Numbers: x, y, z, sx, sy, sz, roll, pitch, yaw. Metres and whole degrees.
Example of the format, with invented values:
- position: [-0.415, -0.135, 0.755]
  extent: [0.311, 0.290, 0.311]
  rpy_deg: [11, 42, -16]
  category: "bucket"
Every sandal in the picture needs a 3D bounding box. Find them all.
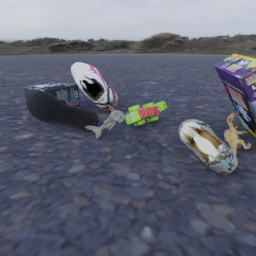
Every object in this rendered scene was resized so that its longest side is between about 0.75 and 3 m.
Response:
- position: [-1.902, -0.431, 8.105]
  extent: [2.197, 0.825, 0.495]
  rpy_deg: [20, 1, 3]
  category: "sandal"

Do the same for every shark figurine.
- position: [-0.481, -0.282, 7.075]
  extent: [0.802, 0.560, 1.343]
  rpy_deg: [-42, 9, -40]
  category: "shark figurine"

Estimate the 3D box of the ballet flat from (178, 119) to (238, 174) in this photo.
- position: [1.515, 0.229, 5.896]
  extent: [0.676, 0.676, 1.880]
  rpy_deg: [-7, 30, -21]
  category: "ballet flat"

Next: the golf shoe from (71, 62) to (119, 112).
- position: [-1.354, -1.701, 10.116]
  extent: [2.558, 0.929, 1.178]
  rpy_deg: [46, 5, 29]
  category: "golf shoe"

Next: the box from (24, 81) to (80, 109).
- position: [-2.738, -1.104, 10.105]
  extent: [1.412, 0.890, 1.437]
  rpy_deg: [-22, 26, -40]
  category: "box"

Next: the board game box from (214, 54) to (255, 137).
- position: [3.146, -0.708, 7.039]
  extent: [0.708, 2.065, 2.498]
  rpy_deg: [-29, 14, 13]
  category: "board game box"

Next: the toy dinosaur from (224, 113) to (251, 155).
- position: [2.451, 0.312, 6.419]
  extent: [0.644, 1.273, 0.371]
  rpy_deg: [18, -29, -25]
  category: "toy dinosaur"

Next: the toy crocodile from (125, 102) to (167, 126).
- position: [0.540, -0.453, 8.449]
  extent: [0.539, 0.589, 1.746]
  rpy_deg: [-18, -1, 44]
  category: "toy crocodile"
